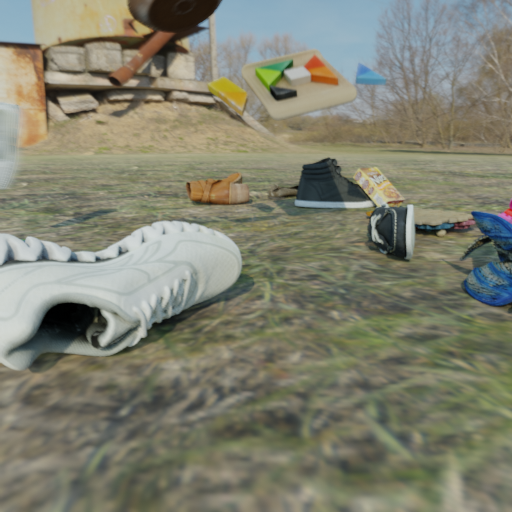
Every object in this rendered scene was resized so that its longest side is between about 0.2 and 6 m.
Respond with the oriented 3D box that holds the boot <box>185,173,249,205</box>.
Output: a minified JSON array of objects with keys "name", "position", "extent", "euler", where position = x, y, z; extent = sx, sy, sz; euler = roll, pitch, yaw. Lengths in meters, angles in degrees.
[{"name":"boot","position":[-1.270,-2.023,17.150],"extent":[1.783,0.881,2.297],"euler":[-2,24,-11]}]

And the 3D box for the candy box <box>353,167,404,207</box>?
[{"name":"candy box","position":[3.480,-1.926,15.927],"extent":[0.793,0.380,1.374],"euler":[-10,55,-38]}]

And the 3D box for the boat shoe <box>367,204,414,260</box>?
[{"name":"boat shoe","position":[2.400,-0.452,10.101],"extent":[0.782,0.980,2.593],"euler":[3,2,11]}]

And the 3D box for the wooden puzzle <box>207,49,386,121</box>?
[{"name":"wooden puzzle","position":[0.746,-3.332,10.636],"extent":[2.990,0.350,2.017],"euler":[-21,49,-15]}]

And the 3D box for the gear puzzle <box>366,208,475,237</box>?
[{"name":"gear puzzle","position":[3.529,-0.817,12.922],"extent":[1.569,0.397,3.029],"euler":[-8,12,-25]}]

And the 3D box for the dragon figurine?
[{"name":"dragon figurine","position":[3.489,0.008,7.409],"extent":[1.965,1.163,3.952],"euler":[-4,15,-17]}]

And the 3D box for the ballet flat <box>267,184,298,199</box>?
[{"name":"ballet flat","position":[1.149,-2.182,18.436],"extent":[2.053,0.476,0.692],"euler":[-12,17,-41]}]

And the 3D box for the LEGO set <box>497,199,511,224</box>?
[{"name":"LEGO set","position":[5.079,-0.544,8.788],"extent":[2.616,1.073,0.998],"euler":[12,20,-38]}]

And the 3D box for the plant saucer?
[{"name":"plant saucer","position":[-0.912,-3.127,6.847],"extent":[1.297,0.237,1.297],"euler":[-20,-10,-4]}]

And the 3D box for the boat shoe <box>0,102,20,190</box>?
[{"name":"boat shoe","position":[-4.863,-2.093,10.697],"extent":[0.529,1.649,0.608],"euler":[7,12,-24]}]

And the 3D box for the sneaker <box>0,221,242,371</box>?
[{"name":"sneaker","position":[-1.389,0.439,6.043],"extent":[3.303,1.241,1.339],"euler":[-10,34,-40]}]

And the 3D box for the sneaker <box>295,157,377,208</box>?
[{"name":"sneaker","position":[2.526,-2.118,16.099],"extent":[2.844,1.410,1.005],"euler":[-1,11,-12]}]

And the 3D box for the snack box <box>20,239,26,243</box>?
[{"name":"snack box","position":[-4.535,0.053,8.893],"extent":[1.090,0.406,1.532],"euler":[2,13,9]}]
